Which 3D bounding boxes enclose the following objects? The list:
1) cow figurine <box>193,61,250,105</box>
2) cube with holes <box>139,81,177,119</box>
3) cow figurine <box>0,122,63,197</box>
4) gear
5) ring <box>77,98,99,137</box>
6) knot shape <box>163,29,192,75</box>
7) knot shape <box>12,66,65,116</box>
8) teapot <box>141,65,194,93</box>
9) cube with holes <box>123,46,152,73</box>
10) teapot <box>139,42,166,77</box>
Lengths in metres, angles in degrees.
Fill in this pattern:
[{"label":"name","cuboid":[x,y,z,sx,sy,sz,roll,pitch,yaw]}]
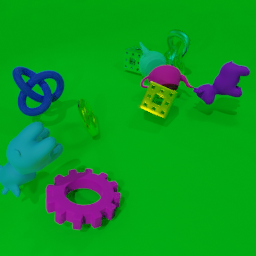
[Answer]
[{"label":"cow figurine","cuboid":[2.869,-1.409,8.769,1.454,1.478,0.811,16,24,11]},{"label":"cube with holes","cuboid":[0.985,-0.865,8.903,0.869,0.869,0.869,25,5,9]},{"label":"cow figurine","cuboid":[-2.189,0.699,5.820,1.652,1.679,0.922,-41,85,-10]},{"label":"gear","cuboid":[-1.021,1.565,6.436,1.658,0.307,1.658,7,29,-4]},{"label":"ring","cuboid":[-1.189,-0.324,8.398,0.244,1.222,1.222,-20,40,4]},{"label":"knot shape","cuboid":[1.910,-3.048,10.999,0.828,1.676,1.791,-1,49,-7]},{"label":"knot shape","cuboid":[-2.705,-1.229,8.727,1.537,1.643,0.759,-17,-2,-32]},{"label":"teapot","cuboid":[1.370,-1.621,9.868,1.878,1.168,0.920,-4,73,-4]},{"label":"cube with holes","cuboid":[0.393,-2.887,11.750,0.844,0.844,0.844,21,33,24]},{"label":"teapot","cuboid":[0.876,-2.540,10.844,1.081,1.738,0.851,-31,45,4]}]
